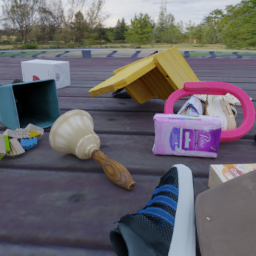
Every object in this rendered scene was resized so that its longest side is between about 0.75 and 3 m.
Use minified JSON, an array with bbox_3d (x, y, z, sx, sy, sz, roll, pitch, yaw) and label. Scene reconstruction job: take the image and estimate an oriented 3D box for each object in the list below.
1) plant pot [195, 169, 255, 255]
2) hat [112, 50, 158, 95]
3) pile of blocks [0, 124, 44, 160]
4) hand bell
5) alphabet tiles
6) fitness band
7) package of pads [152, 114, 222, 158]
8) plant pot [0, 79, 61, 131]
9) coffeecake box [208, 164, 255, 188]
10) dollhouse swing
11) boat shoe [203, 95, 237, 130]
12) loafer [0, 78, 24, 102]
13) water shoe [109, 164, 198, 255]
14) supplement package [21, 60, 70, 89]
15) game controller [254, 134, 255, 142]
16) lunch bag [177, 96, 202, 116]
[{"bbox_3d":[1.674,1.109,2.709,1.799,2.063,2.063,-15,15,17],"label":"plant pot"},{"bbox_3d":[0.607,-2.032,12.243,1.125,2.790,2.790,47,26,-1],"label":"hat"},{"bbox_3d":[-2.714,0.400,6.625,0.548,0.724,1.763,-39,-10,27],"label":"pile of blocks"},{"bbox_3d":[-0.589,0.567,5.707,1.130,1.130,2.170,-16,37,-38],"label":"hand bell"},{"bbox_3d":[3.917,-1.248,11.716,2.079,0.155,2.125,-4,19,-13],"label":"alphabet tiles"},{"bbox_3d":[2.065,-0.417,7.200,2.265,1.626,0.424,1,-24,0],"label":"fitness band"},{"bbox_3d":[1.331,0.177,6.436,1.516,0.913,0.573,3,21,9],"label":"package of pads"},{"bbox_3d":[-3.256,-0.737,8.580,1.935,1.367,1.368,8,19,41],"label":"plant pot"},{"bbox_3d":[2.136,1.011,4.729,1.254,0.458,0.962,-1,19,-3],"label":"coffeecake box"},{"bbox_3d":[0.492,-1.200,9.415,2.331,2.410,2.652,-53,25,-23],"label":"dollhouse swing"},{"bbox_3d":[2.722,-0.430,8.292,0.924,0.985,2.672,9,28,13],"label":"boat shoe"},{"bbox_3d":[-4.233,-1.437,10.975,2.770,0.988,1.011,-6,20,-16],"label":"loafer"},{"bbox_3d":[0.305,1.191,3.497,1.038,0.940,2.630,1,18,11],"label":"water shoe"},{"bbox_3d":[-4.215,-2.784,14.413,2.106,1.277,1.261,8,21,23],"label":"supplement package"},{"bbox_3d":[4.384,0.353,6.831,2.363,0.498,1.233,-4,34,-9],"label":"game controller"},{"bbox_3d":[1.642,-0.262,7.453,0.687,1.080,0.916,6,21,16],"label":"lunch bag"}]
